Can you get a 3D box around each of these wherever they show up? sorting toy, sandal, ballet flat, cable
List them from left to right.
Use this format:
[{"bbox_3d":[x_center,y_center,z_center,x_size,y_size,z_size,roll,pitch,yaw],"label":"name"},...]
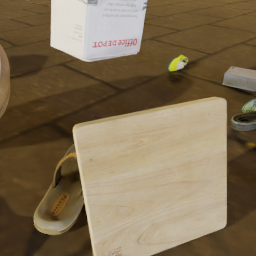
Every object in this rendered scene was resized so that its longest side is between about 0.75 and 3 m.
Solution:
[{"bbox_3d":[-1.045,0.893,5.246,0.919,0.618,2.287,7,33,10],"label":"sandal"},{"bbox_3d":[0.365,0.719,4.248,2.173,2.160,0.756,-12,18,-18],"label":"sorting toy"},{"bbox_3d":[1.981,-2.485,10.742,0.454,0.453,1.354,24,37,17],"label":"ballet flat"},{"bbox_3d":[3.746,-0.629,7.825,1.289,0.479,0.479,-23,39,-28],"label":"ballet flat"},{"bbox_3d":[3.995,-0.538,7.403,2.793,0.703,1.357,-3,32,-6],"label":"cable"}]

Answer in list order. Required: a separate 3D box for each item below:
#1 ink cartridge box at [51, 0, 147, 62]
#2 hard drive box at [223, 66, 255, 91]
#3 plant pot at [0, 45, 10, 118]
[{"bbox_3d":[-0.528,-3.026,6.010,1.173,2.782,2.032,27,31,30],"label":"ink cartridge box"},{"bbox_3d":[3.886,-1.685,9.472,1.086,0.417,0.846,20,37,28],"label":"hard drive box"},{"bbox_3d":[-3.930,-0.835,6.709,2.937,1.356,2.937,-3,74,12],"label":"plant pot"}]
